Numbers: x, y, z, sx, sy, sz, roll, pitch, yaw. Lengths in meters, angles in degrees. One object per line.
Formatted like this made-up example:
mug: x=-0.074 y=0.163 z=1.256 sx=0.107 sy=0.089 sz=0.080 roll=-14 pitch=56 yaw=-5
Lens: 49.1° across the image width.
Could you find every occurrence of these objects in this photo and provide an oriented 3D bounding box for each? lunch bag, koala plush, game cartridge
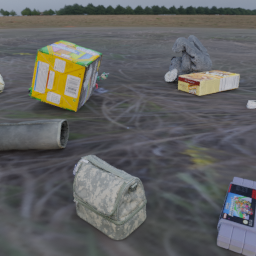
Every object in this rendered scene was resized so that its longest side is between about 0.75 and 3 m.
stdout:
lunch bag: x=-0.296 y=0.951 z=4.162 sx=1.078 sy=0.904 sz=0.751 roll=20 pitch=30 yaw=38
koala plush: x=2.376 y=-2.633 z=11.721 sx=1.658 sy=1.804 sz=1.600 roll=52 pitch=40 yaw=9
game cartridge: x=1.961 y=1.297 z=4.196 sx=1.023 sy=0.303 sz=1.578 roll=15 pitch=28 yaw=22

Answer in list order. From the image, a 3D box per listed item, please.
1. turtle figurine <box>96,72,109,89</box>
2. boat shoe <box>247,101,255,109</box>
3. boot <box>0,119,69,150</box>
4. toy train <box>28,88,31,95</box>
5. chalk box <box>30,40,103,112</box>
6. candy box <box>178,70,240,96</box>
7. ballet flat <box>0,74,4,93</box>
turtle figurine: x=-1.649 y=-2.182 z=11.207 sx=1.402 sy=0.943 sz=1.873 roll=36 pitch=-8 yaw=-27
boat shoe: x=4.186 y=-0.786 z=8.963 sx=0.790 sy=0.264 sz=0.291 roll=-8 pitch=25 yaw=-18
boot: x=-2.577 y=0.305 z=5.992 sx=2.319 sy=0.841 sz=2.108 roll=7 pitch=26 yaw=0
toy train: x=-2.945 y=-1.163 z=9.824 sx=1.454 sy=0.303 sz=0.410 roll=17 pitch=18 yaw=33
chalk box: x=-1.896 y=-1.873 z=9.378 sx=1.580 sy=1.588 sz=2.553 roll=18 pitch=25 yaw=0
candy box: x=3.122 y=-1.784 z=10.843 sx=2.090 sy=0.578 sz=1.206 roll=-14 pitch=26 yaw=-28
ballet flat: x=-5.070 y=-1.514 z=10.162 sx=0.891 sy=0.902 sz=2.650 roll=20 pitch=28 yaw=-7
